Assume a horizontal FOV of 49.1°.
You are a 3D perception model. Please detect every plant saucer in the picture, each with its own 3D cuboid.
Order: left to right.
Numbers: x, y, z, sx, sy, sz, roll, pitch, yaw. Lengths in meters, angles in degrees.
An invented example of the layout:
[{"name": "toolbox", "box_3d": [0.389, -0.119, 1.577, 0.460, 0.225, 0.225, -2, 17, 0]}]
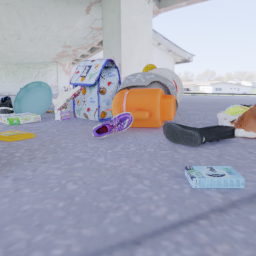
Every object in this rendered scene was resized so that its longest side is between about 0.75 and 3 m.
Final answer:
[{"name": "plant saucer", "box_3d": [-4.518, -1.272, 13.547, 2.110, 2.110, 0.379, 3, -21, 16]}]

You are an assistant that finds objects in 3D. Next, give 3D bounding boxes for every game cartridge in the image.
[{"name": "game cartridge", "box_3d": [-3.561, 0.236, 8.682, 1.013, 0.164, 0.893, 5, 10, 37]}]

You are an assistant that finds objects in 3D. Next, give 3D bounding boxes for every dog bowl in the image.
[{"name": "dog bowl", "box_3d": [0.859, -1.415, 12.249, 2.762, 0.810, 2.762, 9, -24, 4]}]

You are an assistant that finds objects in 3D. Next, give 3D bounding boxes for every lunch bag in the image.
[{"name": "lunch bag", "box_3d": [-1.540, -1.819, 13.295, 1.747, 2.822, 2.399, -7, 12, -41]}]

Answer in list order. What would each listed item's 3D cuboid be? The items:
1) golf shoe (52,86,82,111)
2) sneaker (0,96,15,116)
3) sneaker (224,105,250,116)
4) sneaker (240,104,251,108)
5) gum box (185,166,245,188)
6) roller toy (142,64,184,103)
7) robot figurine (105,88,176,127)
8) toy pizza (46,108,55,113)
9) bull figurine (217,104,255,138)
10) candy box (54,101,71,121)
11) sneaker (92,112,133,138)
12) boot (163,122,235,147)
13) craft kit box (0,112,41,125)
[{"name": "golf shoe", "box_3d": [-2.648, -1.420, 12.142, 1.455, 0.666, 0.548, -41, -10, -9]}, {"name": "sneaker", "box_3d": [-6.379, -1.200, 15.087, 0.690, 1.057, 1.889, -1, 9, -9]}, {"name": "sneaker", "box_3d": [4.312, -0.283, 9.580, 2.421, 0.946, 1.093, -3, 12, -20]}, {"name": "sneaker", "box_3d": [5.448, -0.612, 11.400, 2.791, 0.987, 1.384, -8, 16, -21]}, {"name": "gum box", "box_3d": [1.438, 0.824, 4.760, 0.819, 0.182, 0.696, 0, 9, 1]}, {"name": "roller toy", "box_3d": [2.070, -2.369, 17.183, 2.629, 2.882, 2.014, 9, 10, 11]}, {"name": "robot figurine", "box_3d": [0.510, -0.765, 10.733, 2.574, 1.851, 1.501, 1, -33, 15]}, {"name": "toy pizza", "box_3d": [-4.519, -1.077, 17.014, 1.519, 0.241, 1.519, 1, 8, 0]}, {"name": "bull figurine", "box_3d": [4.137, -0.231, 8.506, 2.651, 0.863, 1.609, 15, 53, 33]}, {"name": "candy box", "box_3d": [-3.096, -0.867, 13.233, 0.342, 0.955, 0.801, 1, 8, 23]}, {"name": "sneaker", "box_3d": [-0.441, -0.039, 8.480, 1.343, 0.541, 0.560, -28, 3, -5]}, {"name": "boot", "box_3d": [2.077, 0.096, 8.176, 1.699, 0.558, 1.400, -11, 24, -35]}, {"name": "craft kit box", "box_3d": [-4.743, -0.423, 12.295, 1.352, 0.328, 1.335, -12, 12, -39]}]
